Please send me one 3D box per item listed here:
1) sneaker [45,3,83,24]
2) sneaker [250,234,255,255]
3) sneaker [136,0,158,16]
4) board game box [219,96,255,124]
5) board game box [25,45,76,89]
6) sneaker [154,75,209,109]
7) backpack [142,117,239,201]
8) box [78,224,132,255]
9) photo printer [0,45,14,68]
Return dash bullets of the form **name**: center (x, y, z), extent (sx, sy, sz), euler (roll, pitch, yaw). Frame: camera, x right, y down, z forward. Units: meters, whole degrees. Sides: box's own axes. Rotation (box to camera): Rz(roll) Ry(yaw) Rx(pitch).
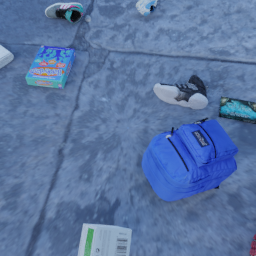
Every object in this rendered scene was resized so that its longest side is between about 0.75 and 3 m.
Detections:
- **sneaker**: center (-2.458, -4.472, 11.039), extent (1.511, 0.632, 0.913), euler (-13, 48, -10)
- **sneaker**: center (3.600, 2.284, 6.160), extent (1.102, 1.189, 2.950), euler (30, 61, 16)
- **sneaker**: center (0.932, -5.198, 11.566), extent (0.696, 0.702, 1.937), euler (-17, 30, 44)
- **board game box**: center (3.420, -0.569, 8.677), extent (1.128, 0.159, 0.763), euler (12, 57, 8)
- **board game box**: center (-2.605, -2.110, 9.580), extent (1.238, 0.366, 1.627), euler (7, 56, 4)
- **sneaker**: center (1.709, -1.238, 8.859), extent (1.719, 0.649, 0.978), euler (17, 57, 4)
- **backpack**: center (1.397, 0.670, 6.728), extent (1.997, 1.676, 1.623), euler (-13, 52, -25)
- **box**: center (-0.496, 2.496, 5.869), extent (0.869, 0.745, 0.865), euler (16, 71, -25)
- **photo printer**: center (-4.736, -2.554, 9.866), extent (1.107, 0.384, 0.921), euler (35, 64, 21)
